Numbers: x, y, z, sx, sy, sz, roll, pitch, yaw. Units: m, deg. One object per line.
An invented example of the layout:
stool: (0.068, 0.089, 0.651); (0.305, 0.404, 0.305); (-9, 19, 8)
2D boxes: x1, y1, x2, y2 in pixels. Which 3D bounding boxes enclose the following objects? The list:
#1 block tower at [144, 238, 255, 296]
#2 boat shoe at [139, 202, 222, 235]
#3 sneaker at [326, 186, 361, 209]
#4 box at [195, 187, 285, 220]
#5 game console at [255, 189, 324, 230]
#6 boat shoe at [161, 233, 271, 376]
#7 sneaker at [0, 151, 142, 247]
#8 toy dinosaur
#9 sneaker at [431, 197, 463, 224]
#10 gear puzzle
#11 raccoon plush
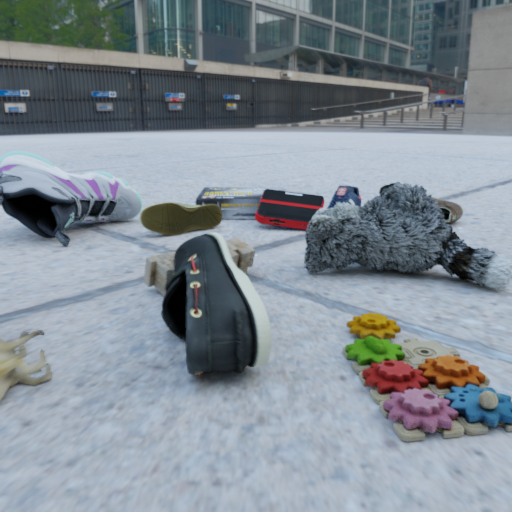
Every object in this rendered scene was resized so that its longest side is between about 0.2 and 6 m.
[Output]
block tower: (-0.954, 0.182, 9.821); (1.985, 0.536, 0.574); (-13, 37, -38)
boat shoe: (-1.881, -0.940, 13.613); (2.164, 0.790, 0.681); (-10, 9, -36)
sneaker: (2.231, -1.415, 14.962); (0.773, 0.872, 2.063); (9, 19, 27)
box: (-0.367, -1.496, 15.719); (2.452, 0.593, 1.942); (1, 17, 2)
game console: (0.866, -1.191, 14.212); (1.638, 0.254, 1.449); (8, 36, 7)
boat shoe: (-0.782, 0.493, 7.618); (1.041, 1.215, 3.322); (-6, 21, -15)
sneaker: (-4.301, -1.025, 13.215); (3.615, 1.405, 2.529); (11, 32, -30)
toy dinosaur: (-2.835, 1.344, 6.342); (0.921, 0.530, 1.822); (-12, 37, -15)
sneaker: (4.382, -1.250, 14.739); (1.950, 0.687, 0.736); (9, 21, 31)
gear puzzle: (1.883, 1.213, 6.761); (1.488, 0.376, 2.873); (-2, 16, -8)
raccoon plush: (2.434, -0.216, 9.850); (2.290, 1.653, 3.418); (-21, 26, -33)
